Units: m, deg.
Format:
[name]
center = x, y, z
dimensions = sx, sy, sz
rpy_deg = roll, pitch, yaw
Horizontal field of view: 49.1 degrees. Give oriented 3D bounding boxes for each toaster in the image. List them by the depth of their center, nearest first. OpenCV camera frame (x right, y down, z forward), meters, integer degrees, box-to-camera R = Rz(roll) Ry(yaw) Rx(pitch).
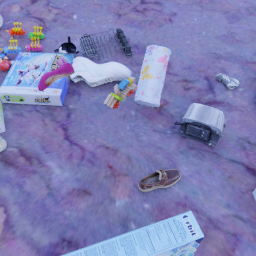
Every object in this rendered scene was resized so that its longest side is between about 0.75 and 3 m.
[toaster]
center = 2.606, -0.174, 9.996
dimensions = 1.711, 0.972, 1.105
rpy_deg = 18, 50, 18

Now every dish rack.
[dish rack]
center = -1.090, -3.919, 13.235
dimensions = 2.321, 0.633, 1.780
rpy_deg = -15, 51, -9

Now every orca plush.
[orca plush]
center = -2.716, -3.646, 12.258
dimensions = 1.089, 0.736, 2.070
rpy_deg = 1, 15, -4

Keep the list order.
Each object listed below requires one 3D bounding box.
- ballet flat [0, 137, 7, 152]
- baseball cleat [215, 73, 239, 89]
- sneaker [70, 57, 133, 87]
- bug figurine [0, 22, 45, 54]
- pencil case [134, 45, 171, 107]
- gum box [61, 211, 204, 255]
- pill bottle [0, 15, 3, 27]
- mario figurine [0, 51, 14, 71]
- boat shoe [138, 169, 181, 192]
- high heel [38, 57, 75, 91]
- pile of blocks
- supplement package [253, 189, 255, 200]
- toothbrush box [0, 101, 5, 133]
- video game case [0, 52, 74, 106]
[ballet flat]
center = -5.002, 0.849, 9.388
dimensions = 1.830, 0.636, 0.636
rpy_deg = -38, 60, -26
[baseball cleat]
center = 4.141, -1.959, 11.794
dimensions = 1.036, 0.361, 0.552
rpy_deg = 19, 54, 16
[sneaker]
center = -1.150, -2.182, 11.734
dimensions = 2.709, 0.953, 1.086
rpy_deg = 10, 66, 12
[bug figurine]
center = -4.987, -4.188, 13.422
dimensions = 1.878, 0.623, 2.422
rpy_deg = -2, 47, -9
[pencil case]
center = 0.943, -1.892, 10.381
dimensions = 0.936, 1.022, 2.252
rpy_deg = 13, 91, 39
[gum box]
center = 0.060, 3.103, 6.354
dimensions = 2.931, 2.490, 0.653
rpy_deg = -15, 50, -11
[pill bottle]
center = -7.414, -5.616, 14.359
dimensions = 1.784, 0.930, 0.930
rpy_deg = 12, 52, 10
[mario figurine]
center = -5.544, -3.131, 12.515
dimensions = 0.837, 0.719, 1.356
rpy_deg = -23, 53, -18
[boat shoe]
center = 1.024, 1.576, 8.848
dimensions = 1.470, 0.529, 0.530
rpy_deg = -14, 53, -11
[high heel]
center = -2.578, -1.739, 10.048
dimensions = 1.585, 0.534, 0.760
rpy_deg = -43, 75, 12
[pile of blocks]
center = -0.130, -1.136, 8.913
dimensions = 0.457, 0.603, 1.469
rpy_deg = 31, 65, 20
[supplement package]
center = 4.351, 2.067, 8.081
dimensions = 0.820, 1.114, 1.066
rpy_deg = -3, 52, -2
[toothbrush box]
center = -5.298, -0.460, 10.394
dimensions = 1.133, 0.670, 1.556
rpy_deg = -16, 54, -12
[video game case]
center = -3.707, -2.135, 11.747
dimensions = 2.466, 0.618, 2.721
rpy_deg = 3, 50, 1
